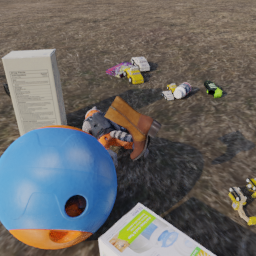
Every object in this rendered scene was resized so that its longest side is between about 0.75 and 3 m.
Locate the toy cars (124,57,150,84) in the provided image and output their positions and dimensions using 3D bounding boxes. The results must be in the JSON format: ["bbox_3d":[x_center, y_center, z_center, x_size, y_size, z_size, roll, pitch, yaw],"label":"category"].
[{"bbox_3d":[0.485,-3.108,14.239,1.193,0.589,2.660,16,40,8],"label":"toy cars"}]

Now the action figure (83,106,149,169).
[{"bbox_3d":[-0.406,0.069,9.095,2.582,1.351,2.498,-26,50,-34],"label":"action figure"}]

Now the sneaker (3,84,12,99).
[{"bbox_3d":[-4.973,-1.643,12.437,0.718,0.413,1.376,-23,45,-30],"label":"sneaker"}]

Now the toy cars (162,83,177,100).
[{"bbox_3d":[1.902,-1.685,12.547,0.643,0.318,1.435,13,36,20],"label":"toy cars"}]

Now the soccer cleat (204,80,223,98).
[{"bbox_3d":[3.712,-1.767,12.592,0.526,0.438,1.298,-15,39,-14],"label":"soccer cleat"}]

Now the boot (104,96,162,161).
[{"bbox_3d":[-0.025,0.038,5.828,1.122,1.056,0.384,32,34,3],"label":"boot"}]

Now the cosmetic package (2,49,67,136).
[{"bbox_3d":[-2.941,-1.044,9.209,1.505,2.861,1.017,-2,27,-3],"label":"cosmetic package"}]

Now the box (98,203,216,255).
[{"bbox_3d":[0.648,2.676,5.297,2.195,1.112,1.234,27,43,34],"label":"box"}]

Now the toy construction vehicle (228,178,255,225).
[{"bbox_3d":[3.187,1.886,7.205,1.095,0.443,1.258,0,35,-20],"label":"toy construction vehicle"}]

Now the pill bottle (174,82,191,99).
[{"bbox_3d":[2.372,-1.625,12.291,0.509,0.509,0.850,22,40,29],"label":"pill bottle"}]

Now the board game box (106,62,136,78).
[{"bbox_3d":[-0.286,-3.091,14.752,0.954,0.257,1.590,19,38,32],"label":"board game box"}]

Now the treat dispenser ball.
[{"bbox_3d":[-1.544,1.234,6.160,2.622,2.622,2.622,0,34,0],"label":"treat dispenser ball"}]
